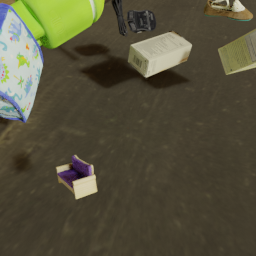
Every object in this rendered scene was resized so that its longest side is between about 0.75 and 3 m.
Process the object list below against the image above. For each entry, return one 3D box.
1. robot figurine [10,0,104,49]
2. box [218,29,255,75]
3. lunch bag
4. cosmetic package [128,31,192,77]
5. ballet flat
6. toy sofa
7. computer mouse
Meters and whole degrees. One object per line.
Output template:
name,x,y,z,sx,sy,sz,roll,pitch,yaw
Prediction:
robot figurine,-1.786,-3.182,7.374,2.730,2.395,1.579,-40,94,-18
box,3.604,-2.169,7.534,1.454,0.799,1.654,-17,0,-28
lunch bag,-2.739,-1.321,6.161,1.359,2.133,1.814,11,73,-10
cosmetic package,1.002,-2.340,8.778,1.821,0.647,0.958,-25,57,-27
ballet flat,2.700,-3.226,7.546,1.320,0.478,0.448,20,54,25
toy sofa,-0.859,0.759,4.527,0.371,0.437,0.896,-14,15,-29
computer mouse,0.157,-3.955,9.658,0.473,1.444,2.056,-1,20,43
